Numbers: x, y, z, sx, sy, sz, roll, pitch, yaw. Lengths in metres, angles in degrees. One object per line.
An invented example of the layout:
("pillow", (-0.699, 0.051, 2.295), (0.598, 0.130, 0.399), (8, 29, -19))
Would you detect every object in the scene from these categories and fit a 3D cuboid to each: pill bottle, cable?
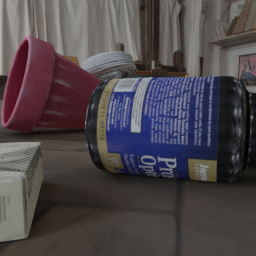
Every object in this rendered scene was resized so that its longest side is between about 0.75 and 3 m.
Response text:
("pill bottle", (0.719, 0.000, 3.376), (2.206, 1.234, 1.234), (2, 7, 19))
("cable", (-0.634, -1.913, 9.223), (1.785, 0.618, 1.785), (-6, -11, -46))

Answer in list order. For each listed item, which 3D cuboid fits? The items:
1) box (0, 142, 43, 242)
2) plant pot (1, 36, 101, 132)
("box", (-1.118, 0.479, 2.556), (0.586, 0.488, 1.426), (-2, 7, -14))
("plant pot", (-2.046, -0.963, 7.788), (2.220, 2.480, 2.480), (15, -2, -32))
